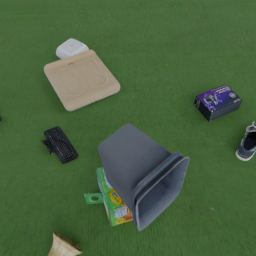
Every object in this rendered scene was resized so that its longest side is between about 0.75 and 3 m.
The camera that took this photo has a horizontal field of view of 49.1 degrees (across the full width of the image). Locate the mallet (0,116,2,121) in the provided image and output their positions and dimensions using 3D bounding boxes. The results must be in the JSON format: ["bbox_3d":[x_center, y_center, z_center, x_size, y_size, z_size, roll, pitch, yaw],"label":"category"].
[{"bbox_3d":[-5.629,-0.796,11.604,0.549,0.343,1.668,-19,51,-13],"label":"mallet"}]

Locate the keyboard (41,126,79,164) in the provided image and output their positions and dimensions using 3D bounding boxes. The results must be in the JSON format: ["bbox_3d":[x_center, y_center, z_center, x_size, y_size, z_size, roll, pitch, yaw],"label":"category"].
[{"bbox_3d":[-2.638,0.603,10.494,0.908,0.346,1.745,-29,57,-21],"label":"keyboard"}]

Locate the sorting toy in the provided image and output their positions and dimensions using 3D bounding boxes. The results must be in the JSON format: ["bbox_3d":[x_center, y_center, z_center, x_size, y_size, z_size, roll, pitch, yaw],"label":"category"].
[{"bbox_3d":[-2.080,-2.162,12.553,2.591,0.511,2.799,-25,61,-17],"label":"sorting toy"}]

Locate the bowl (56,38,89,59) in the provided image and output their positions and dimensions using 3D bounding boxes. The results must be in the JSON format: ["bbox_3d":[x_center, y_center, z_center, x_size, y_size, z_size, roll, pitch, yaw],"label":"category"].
[{"bbox_3d":[-2.755,-3.868,13.803,1.358,0.508,1.360,32,60,23],"label":"bowl"}]

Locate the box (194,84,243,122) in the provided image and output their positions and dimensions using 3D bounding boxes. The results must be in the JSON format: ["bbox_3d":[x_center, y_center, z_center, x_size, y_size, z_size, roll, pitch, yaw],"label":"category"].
[{"bbox_3d":[3.710,-1.055,11.596,1.554,0.613,1.097,-22,58,-16],"label":"box"}]

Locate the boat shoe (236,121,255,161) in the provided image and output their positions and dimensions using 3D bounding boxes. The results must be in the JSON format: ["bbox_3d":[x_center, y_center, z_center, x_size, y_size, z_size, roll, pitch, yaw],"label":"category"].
[{"bbox_3d":[4.735,0.321,10.499,0.792,0.654,2.115,37,61,25],"label":"boat shoe"}]

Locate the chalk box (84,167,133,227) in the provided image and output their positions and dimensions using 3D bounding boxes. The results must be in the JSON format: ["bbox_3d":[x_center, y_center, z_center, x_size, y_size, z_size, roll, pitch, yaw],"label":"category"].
[{"bbox_3d":[-0.144,2.001,8.732,2.337,1.459,1.448,-16,54,-10],"label":"chalk box"}]

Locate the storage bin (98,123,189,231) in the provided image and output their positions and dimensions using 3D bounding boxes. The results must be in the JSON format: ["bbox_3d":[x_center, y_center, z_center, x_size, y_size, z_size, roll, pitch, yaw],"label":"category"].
[{"bbox_3d":[0.345,1.089,7.091,1.867,2.566,1.723,-38,63,-20],"label":"storage bin"}]

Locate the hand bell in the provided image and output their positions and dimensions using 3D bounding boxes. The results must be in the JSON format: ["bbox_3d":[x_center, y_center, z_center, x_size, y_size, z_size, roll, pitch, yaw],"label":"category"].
[{"bbox_3d":[-2.215,4.024,7.740,0.998,0.998,1.916,27,71,19],"label":"hand bell"}]
